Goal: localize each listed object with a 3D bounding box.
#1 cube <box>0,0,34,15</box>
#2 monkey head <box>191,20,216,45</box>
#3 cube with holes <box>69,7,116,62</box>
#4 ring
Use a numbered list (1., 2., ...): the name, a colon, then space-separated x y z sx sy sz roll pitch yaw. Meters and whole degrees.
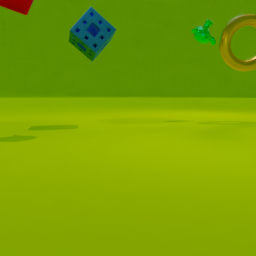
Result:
1. cube: -3.118 -3.915 7.375 1.127 1.127 1.127 6 44 -44
2. monkey head: 2.918 -3.642 10.653 1.129 0.812 0.680 23 40 -19
3. cube with holes: -1.129 -2.875 8.718 0.984 0.984 0.984 40 -10 -10
4. ring: 4.256 -3.027 10.016 1.977 1.977 0.395 0 13 -1
